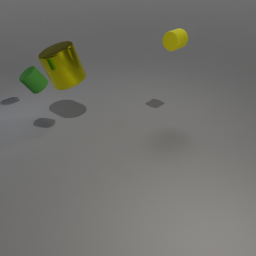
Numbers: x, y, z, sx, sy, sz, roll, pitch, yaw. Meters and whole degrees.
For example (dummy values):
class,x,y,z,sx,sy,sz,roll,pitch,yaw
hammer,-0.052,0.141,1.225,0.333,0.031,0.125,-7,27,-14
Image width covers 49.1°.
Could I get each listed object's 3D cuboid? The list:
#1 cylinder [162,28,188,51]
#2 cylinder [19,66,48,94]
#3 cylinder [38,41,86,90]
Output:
class,x,y,z,sx,sy,sz,roll,pitch,yaw
cylinder,1.753,-3.276,10.396,0.700,0.700,0.700,22,38,33
cylinder,-3.269,-1.663,9.728,0.700,0.700,0.700,-21,43,22
cylinder,-2.519,-2.417,10.850,1.400,1.400,1.400,-14,35,11
